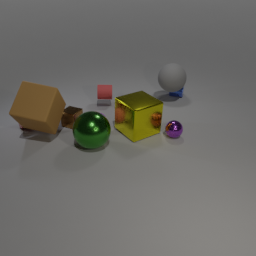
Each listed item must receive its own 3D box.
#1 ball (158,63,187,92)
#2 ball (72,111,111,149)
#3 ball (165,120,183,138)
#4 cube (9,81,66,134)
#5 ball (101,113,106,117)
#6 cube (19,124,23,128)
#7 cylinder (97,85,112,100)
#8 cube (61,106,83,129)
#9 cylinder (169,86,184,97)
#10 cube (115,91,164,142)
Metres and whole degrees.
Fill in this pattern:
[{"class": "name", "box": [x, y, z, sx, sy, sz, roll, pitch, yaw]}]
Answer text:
[{"class": "ball", "box": [2.175, -2.470, 13.800, 1.400, 1.400, 1.400, 0, 29, 0]}, {"class": "ball", "box": [-1.329, 0.076, 10.297, 1.400, 1.400, 1.400, 0, 29, 0]}, {"class": "ball", "box": [1.824, 0.043, 11.088, 0.700, 0.700, 0.700, 0, 29, 0]}, {"class": "cube", "box": [-3.363, -0.741, 10.634, 1.400, 1.400, 1.400, 12, 71, 6]}, {"class": "ball", "box": [-1.228, -0.292, 11.683, 0.700, 0.700, 0.700, 0, 29, 0]}, {"class": "cube", "box": [-4.202, -0.418, 11.678, 0.700, 0.700, 0.700, -17, 6, -28]}, {"class": "cylinder", "box": [-1.113, -1.720, 13.428, 0.700, 0.700, 0.700, 0, 29, -5]}, {"class": "cube", "box": [-2.390, -0.450, 11.963, 0.700, 0.700, 0.700, 13, 32, 21]}, {"class": "cylinder", "box": [2.562, -2.001, 14.736, 0.700, 0.700, 0.700, 8, 30, 14]}, {"class": "cube", "box": [0.407, -0.511, 11.279, 1.400, 1.400, 1.400, -18, 36, -31]}]
